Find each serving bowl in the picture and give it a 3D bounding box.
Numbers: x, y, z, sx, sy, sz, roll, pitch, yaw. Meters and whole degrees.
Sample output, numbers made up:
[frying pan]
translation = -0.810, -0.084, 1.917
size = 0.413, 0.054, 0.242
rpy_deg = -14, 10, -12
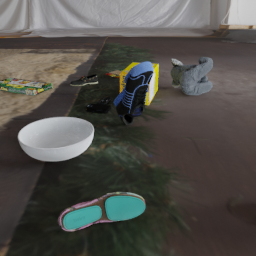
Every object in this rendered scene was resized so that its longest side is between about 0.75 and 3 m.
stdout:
[serving bowl]
translation = -2.140, 0.401, 8.553
size = 2.224, 0.732, 2.224
rpy_deg = 0, 26, 0

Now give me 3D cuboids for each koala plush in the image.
[koala plush]
translation = 2.893, -2.643, 14.023
size = 1.874, 1.808, 2.039
rpy_deg = -27, 38, -24

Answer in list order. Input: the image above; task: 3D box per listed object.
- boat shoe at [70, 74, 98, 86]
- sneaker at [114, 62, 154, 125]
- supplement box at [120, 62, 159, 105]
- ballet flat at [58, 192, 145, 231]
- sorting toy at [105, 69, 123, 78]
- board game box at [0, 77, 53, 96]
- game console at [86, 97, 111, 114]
[boat shoe]
translation = -2.415, -2.629, 15.398
size = 1.610, 0.504, 0.589
rpy_deg = -15, 29, -26
[sneaker]
translation = 0.305, -1.094, 9.681
size = 0.961, 2.741, 1.068
rpy_deg = -15, 69, -25
[supplement box]
translation = 0.592, -2.190, 13.363
size = 1.387, 1.378, 2.532
rpy_deg = 6, 26, 13
[ballet flat]
translation = -0.570, 1.712, 6.000
size = 1.856, 0.641, 0.660
rpy_deg = -9, 7, -19
[sorting toy]
translation = -0.618, -3.220, 16.906
size = 0.785, 0.275, 1.627
rpy_deg = 18, 30, 33
[board game box]
translation = -5.601, -2.197, 14.669
size = 2.895, 0.340, 1.517
rpy_deg = 10, 29, 21
[game console]
translation = -1.120, -1.036, 12.307
size = 0.960, 0.196, 1.628
rpy_deg = 7, 27, 14
